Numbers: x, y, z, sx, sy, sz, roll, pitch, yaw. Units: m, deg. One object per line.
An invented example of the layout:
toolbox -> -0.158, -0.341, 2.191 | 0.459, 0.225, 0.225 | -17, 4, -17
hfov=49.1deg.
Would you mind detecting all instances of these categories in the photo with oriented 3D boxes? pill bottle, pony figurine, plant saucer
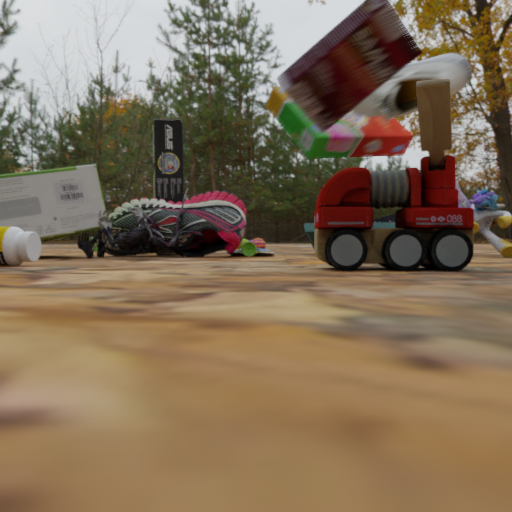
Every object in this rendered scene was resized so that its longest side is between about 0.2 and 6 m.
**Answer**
pill bottle -> -3.170, -0.113, 6.942 | 0.884, 0.497, 0.497 | 0, 2, 7
pony figurine -> 4.067, -0.711, 11.313 | 2.135, 1.842, 2.212 | 0, 25, 12
plant saucer -> 2.281, -0.361, 12.597 | 2.558, 0.894, 0.243 | 3, 48, 36

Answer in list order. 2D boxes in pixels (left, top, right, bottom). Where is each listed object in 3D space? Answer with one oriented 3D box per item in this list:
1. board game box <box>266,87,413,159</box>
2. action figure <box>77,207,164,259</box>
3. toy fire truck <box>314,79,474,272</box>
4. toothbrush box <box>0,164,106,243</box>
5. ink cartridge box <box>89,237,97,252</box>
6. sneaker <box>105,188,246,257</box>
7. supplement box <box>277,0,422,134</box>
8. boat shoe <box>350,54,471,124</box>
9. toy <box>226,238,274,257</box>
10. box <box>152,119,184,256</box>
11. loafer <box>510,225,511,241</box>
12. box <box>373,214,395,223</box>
board game box -> 1.845, -2.985, 12.460 | 2.660, 0.536, 2.036 | -8, 48, -30
action figure -> -2.282, -0.419, 9.474 | 1.619, 0.826, 0.962 | -12, -5, 32
toy fire truck -> 1.470, -0.779, 5.955 | 1.649, 1.874, 1.205 | 0, 1, 3
toothbrush box -> -4.254, -0.788, 10.332 | 2.001, 1.183, 2.748 | -14, 4, -36
ink cartridge box -> -4.065, -0.334, 16.269 | 1.421, 0.421, 0.738 | 0, 2, -9
sneaker -> -1.663, -0.470, 10.765 | 2.945, 1.099, 1.187 | -11, -42, 12
supplement box -> 1.364, -2.827, 8.333 | 1.870, 0.569, 1.018 | -38, -54, 19
boat shoe -> 2.564, -2.917, 10.390 | 2.600, 0.960, 1.108 | 4, 42, 47
toy -> -0.095, -0.175, 11.472 | 0.916, 0.376, 1.591 | 1, 2, 3
box -> -2.022, -1.458, 12.781 | 0.636, 2.875, 2.303 | -2, 1, -12
loafer -> 7.024, -0.401, 12.496 | 0.928, 0.950, 2.603 | 8, 3, -39
box -> 3.285, -0.565, 12.825 | 2.310, 0.435, 1.578 | -15, -16, 41
